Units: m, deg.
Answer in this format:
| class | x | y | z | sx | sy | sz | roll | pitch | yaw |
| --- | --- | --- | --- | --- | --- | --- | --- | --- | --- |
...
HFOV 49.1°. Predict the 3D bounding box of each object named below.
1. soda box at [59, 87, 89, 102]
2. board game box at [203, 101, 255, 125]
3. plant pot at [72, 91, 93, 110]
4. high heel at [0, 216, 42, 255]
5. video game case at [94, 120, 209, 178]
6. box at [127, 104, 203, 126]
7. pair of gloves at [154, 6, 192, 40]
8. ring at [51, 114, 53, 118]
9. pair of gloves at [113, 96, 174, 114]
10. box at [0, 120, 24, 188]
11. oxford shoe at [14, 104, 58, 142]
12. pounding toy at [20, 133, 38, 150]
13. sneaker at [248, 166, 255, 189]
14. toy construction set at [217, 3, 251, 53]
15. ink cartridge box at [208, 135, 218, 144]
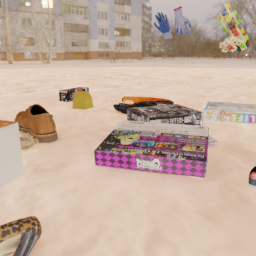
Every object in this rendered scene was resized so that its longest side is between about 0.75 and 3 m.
| class | x | y | z | sx | sy | sz | roll | pitch | yaw |
| --- | --- | --- | --- | --- | --- | --- | --- | --- | --- |
| soda box | -3.006 | -1.927 | 15.796 | 0.669 | 0.599 | 1.892 | 8 | 18 | 28 |
| board game box | 4.541 | -0.596 | 11.141 | 2.838 | 0.486 | 1.908 | 6 | 16 | 20 |
| plant pot | -2.158 | -1.351 | 13.353 | 0.762 | 0.784 | 0.767 | 6 | 16 | 20 |
| high heel | -1.886 | 1.409 | 3.708 | 1.356 | 0.484 | 0.966 | 16 | 22 | -3 |
| video game case | 0.746 | 0.415 | 7.249 | 2.585 | 0.463 | 2.343 | 4 | 20 | 15 |
| box | 1.317 | -0.412 | 10.325 | 2.245 | 0.559 | 1.770 | -7 | 17 | -23 |
| pair of gloves | 1.364 | -3.215 | 8.681 | 1.167 | 0.938 | 0.133 | 0 | 41 | 36 |
| ring | -3.556 | -0.480 | 11.486 | 0.969 | 0.093 | 0.969 | -1 | 15 | 0 |
| pair of gloves | 0.789 | -1.058 | 13.140 | 2.578 | 0.358 | 2.894 | 5 | 19 | 12 |
| box | -3.382 | 0.691 | 5.026 | 1.570 | 1.230 | 2.524 | 5 | 16 | 19 |
| oxford shoe | -3.088 | -0.348 | 9.333 | 1.015 | 1.015 | 2.847 | -13 | 18 | -36 |
| pounding toy | -2.931 | 0.299 | 7.812 | 0.909 | 0.521 | 0.520 | -1 | 20 | -5 |
| sneaker | 2.725 | 0.923 | 5.786 | 0.349 | 0.394 | 0.931 | 9 | 17 | 30 |
| toy construction set | 3.871 | -3.534 | 10.320 | 0.914 | 1.984 | 1.301 | -15 | -36 | 34 |
| ink cartridge box | 2.091 | 0.350 | 8.267 | 0.813 | 0.179 | 0.828 | -4 | 23 | -14 |
